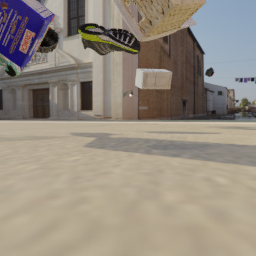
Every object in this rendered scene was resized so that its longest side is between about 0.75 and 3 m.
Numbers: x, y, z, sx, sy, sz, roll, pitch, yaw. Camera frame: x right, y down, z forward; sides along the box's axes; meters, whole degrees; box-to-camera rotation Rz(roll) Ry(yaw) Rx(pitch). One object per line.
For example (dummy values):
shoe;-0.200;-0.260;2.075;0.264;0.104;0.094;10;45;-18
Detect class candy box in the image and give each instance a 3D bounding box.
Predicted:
candy box;-2.534;-2.276;5.826;1.591;1.345;0.613;37;35;-12

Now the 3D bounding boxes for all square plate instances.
square plate;1.476;-3.821;9.638;1.337;1.350;0.192;-27;-20;-27

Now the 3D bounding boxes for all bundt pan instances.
bundt pan;-2.983;-3.039;9.760;1.161;1.161;0.436;-1;-32;-18

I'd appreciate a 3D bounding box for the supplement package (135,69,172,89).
supplement package;1.085;-2.106;11.995;1.355;0.771;0.742;-2;21;-21

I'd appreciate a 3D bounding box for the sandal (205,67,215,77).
sandal;3.098;-2.079;10.499;0.212;0.354;0.943;18;13;1

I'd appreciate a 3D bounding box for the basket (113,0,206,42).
basket;0.814;-3.065;6.713;1.200;1.318;1.945;-32;1;43

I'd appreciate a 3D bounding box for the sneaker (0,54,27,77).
sneaker;-3.383;-2.135;7.890;0.491;1.264;0.884;-16;32;30

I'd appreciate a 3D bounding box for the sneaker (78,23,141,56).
sneaker;-0.788;-3.707;12.255;2.793;1.032;1.131;19;-35;9
